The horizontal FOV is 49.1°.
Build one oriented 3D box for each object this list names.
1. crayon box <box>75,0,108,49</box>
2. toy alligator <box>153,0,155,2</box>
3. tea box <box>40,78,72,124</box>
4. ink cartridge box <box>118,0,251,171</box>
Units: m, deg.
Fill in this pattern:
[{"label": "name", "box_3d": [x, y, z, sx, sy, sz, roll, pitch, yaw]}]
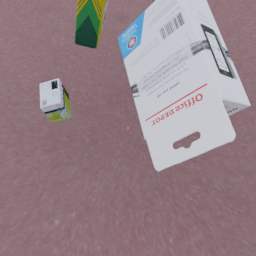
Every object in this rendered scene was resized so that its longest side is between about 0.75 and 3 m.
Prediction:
[{"label": "crayon box", "box_3d": [-0.778, -3.406, 6.773, 0.620, 2.440, 1.549, 12, 49, -6]}, {"label": "toy alligator", "box_3d": [0.845, -3.051, 6.272, 0.607, 2.237, 0.663, -10, 82, 7]}, {"label": "tea box", "box_3d": [-1.772, -0.643, 6.903, 0.521, 0.767, 0.780, -15, 57, 4]}, {"label": "ink cartridge box", "box_3d": [0.875, -0.754, 4.596, 0.887, 1.517, 2.615, 4, 64, -42]}]
